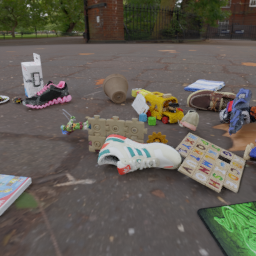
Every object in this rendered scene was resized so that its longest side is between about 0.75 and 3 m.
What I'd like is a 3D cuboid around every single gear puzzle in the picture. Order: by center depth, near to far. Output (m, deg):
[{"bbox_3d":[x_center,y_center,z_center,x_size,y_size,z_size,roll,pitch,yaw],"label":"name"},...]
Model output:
[{"bbox_3d":[-0.012,0.238,8.775,2.531,1.311,0.331,5,24,9],"label":"gear puzzle"}]

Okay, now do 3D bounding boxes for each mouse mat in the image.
[{"bbox_3d":[2.697,2.213,5.446,1.951,0.091,2.425,-4,21,-11],"label":"mouse mat"}]

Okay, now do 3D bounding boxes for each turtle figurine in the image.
[{"bbox_3d":[-1.898,-0.240,9.990,0.958,0.988,0.711,3,-11,-14],"label":"turtle figurine"}]

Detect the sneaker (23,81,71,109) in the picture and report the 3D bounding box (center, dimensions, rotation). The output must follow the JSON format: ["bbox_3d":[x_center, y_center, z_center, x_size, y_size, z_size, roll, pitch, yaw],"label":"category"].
[{"bbox_3d":[-4.050,-1.731,13.953,1.015,1.226,2.570,22,31,40],"label":"sneaker"}]

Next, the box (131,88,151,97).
[{"bbox_3d":[0.790,-1.816,15.259,0.590,0.393,1.567,-11,24,-26],"label":"box"}]

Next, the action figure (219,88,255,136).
[{"bbox_3d":[4.770,-0.302,10.876,2.600,1.406,2.687,8,47,38],"label":"action figure"}]

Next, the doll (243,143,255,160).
[{"bbox_3d":[4.615,0.950,7.954,2.311,0.560,1.577,16,13,34],"label":"doll"}]

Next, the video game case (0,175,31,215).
[{"bbox_3d":[-3.669,1.564,6.952,1.999,0.174,1.430,4,22,10],"label":"video game case"}]

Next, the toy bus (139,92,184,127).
[{"bbox_3d":[1.615,-0.923,12.025,2.128,1.099,2.008,3,22,9],"label":"toy bus"}]

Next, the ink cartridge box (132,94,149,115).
[{"bbox_3d":[0.595,-0.971,12.251,0.214,0.692,0.853,-16,58,-42],"label":"ink cartridge box"}]

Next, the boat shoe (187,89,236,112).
[{"bbox_3d":[4.118,-1.231,13.117,2.629,0.948,0.946,2,19,-13],"label":"boat shoe"}]

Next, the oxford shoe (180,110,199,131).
[{"bbox_3d":[2.341,-0.305,10.272,0.635,0.662,1.794,25,7,2],"label":"oxford shoe"}]

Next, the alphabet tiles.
[{"bbox_3d":[2.266,0.942,7.888,1.898,0.086,2.270,28,30,17],"label":"alphabet tiles"}]

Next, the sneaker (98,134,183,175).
[{"bbox_3d":[0.269,0.950,7.944,2.421,0.852,1.132,13,46,20],"label":"sneaker"}]

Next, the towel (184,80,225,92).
[{"bbox_3d":[4.799,-2.614,17.441,1.864,0.302,2.538,13,25,31],"label":"towel"}]

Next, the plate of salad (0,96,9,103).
[{"bbox_3d":[-7.078,-1.528,14.525,1.683,0.404,1.683,0,21,0],"label":"plate of salad"}]

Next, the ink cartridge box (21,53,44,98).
[{"bbox_3d":[-5.181,-2.815,15.194,0.779,2.297,1.332,-13,25,-30],"label":"ink cartridge box"}]

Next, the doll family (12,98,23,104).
[{"bbox_3d":[-5.634,-1.430,14.434,0.451,0.306,0.780,-8,19,-6],"label":"doll family"}]

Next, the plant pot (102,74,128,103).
[{"bbox_3d":[-0.569,-1.940,14.555,1.399,1.399,1.220,-5,39,-11],"label":"plant pot"}]
